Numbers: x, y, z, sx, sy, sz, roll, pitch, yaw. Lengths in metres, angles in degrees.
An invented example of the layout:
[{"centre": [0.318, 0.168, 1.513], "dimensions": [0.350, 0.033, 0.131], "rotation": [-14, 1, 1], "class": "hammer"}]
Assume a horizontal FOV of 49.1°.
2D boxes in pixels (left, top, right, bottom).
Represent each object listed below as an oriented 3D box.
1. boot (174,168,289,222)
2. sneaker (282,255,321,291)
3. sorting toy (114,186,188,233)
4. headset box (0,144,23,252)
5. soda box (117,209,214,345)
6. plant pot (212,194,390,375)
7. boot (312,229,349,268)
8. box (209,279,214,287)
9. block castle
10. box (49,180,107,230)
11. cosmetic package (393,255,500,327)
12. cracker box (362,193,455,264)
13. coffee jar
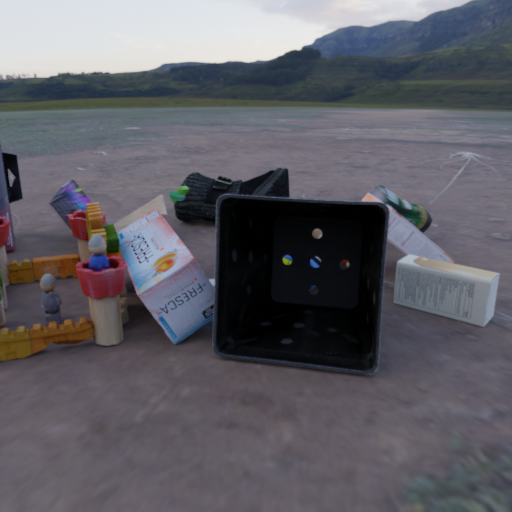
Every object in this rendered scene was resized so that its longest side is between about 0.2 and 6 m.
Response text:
[{"centre": [-0.483, -1.529, 13.636], "dimensions": [2.195, 1.105, 2.936], "rotation": [7, 20, 19], "class": "boot"}, {"centre": [0.281, -0.035, 9.814], "dimensions": [1.096, 0.938, 2.645], "rotation": [-6, 23, -41], "class": "sneaker"}, {"centre": [-2.191, -0.864, 11.802], "dimensions": [1.840, 0.271, 1.360], "rotation": [-31, 24, 2], "class": "sorting toy"}, {"centre": [-6.278, -1.239, 10.301], "dimensions": [3.685, 2.742, 1.423], "rotation": [-13, 23, -35], "class": "headset box"}, {"centre": [-1.394, 0.189, 8.480], "dimensions": [0.894, 0.961, 2.811], "rotation": [-34, 26, -6], "class": "soda box"}, {"centre": [0.675, 0.199, 7.510], "dimensions": [2.046, 2.051, 1.820], "rotation": [4, 10, 13], "class": "plant pot"}, {"centre": [1.645, -0.195, 10.565], "dimensions": [1.057, 0.740, 1.972], "rotation": [39, 12, 9], "class": "boot"}, {"centre": [-0.676, 0.540, 8.913], "dimensions": [0.777, 0.266, 0.319], "rotation": [-5, 20, -12], "class": "box"}, {"centre": [-3.116, 0.100, 8.216], "dimensions": [2.210, 1.552, 3.308], "rotation": [-6, 20, -19], "class": "block castle"}, {"centre": [-3.594, -0.843, 11.485], "dimensions": [0.314, 1.243, 1.739], "rotation": [-33, 21, 3], "class": "box"}, {"centre": [2.815, 0.491, 8.363], "dimensions": [1.395, 0.734, 0.496], "rotation": [16, 24, 35], "class": "cosmetic package"}, {"centre": [2.563, -0.344, 9.798], "dimensions": [1.634, 0.471, 1.094], "rotation": [36, 10, -20], "class": "cracker box"}, {"centre": [2.860, -0.839, 11.439], "dimensions": [1.464, 0.763, 0.625], "rotation": [21, 37, -29], "class": "coffee jar"}]
